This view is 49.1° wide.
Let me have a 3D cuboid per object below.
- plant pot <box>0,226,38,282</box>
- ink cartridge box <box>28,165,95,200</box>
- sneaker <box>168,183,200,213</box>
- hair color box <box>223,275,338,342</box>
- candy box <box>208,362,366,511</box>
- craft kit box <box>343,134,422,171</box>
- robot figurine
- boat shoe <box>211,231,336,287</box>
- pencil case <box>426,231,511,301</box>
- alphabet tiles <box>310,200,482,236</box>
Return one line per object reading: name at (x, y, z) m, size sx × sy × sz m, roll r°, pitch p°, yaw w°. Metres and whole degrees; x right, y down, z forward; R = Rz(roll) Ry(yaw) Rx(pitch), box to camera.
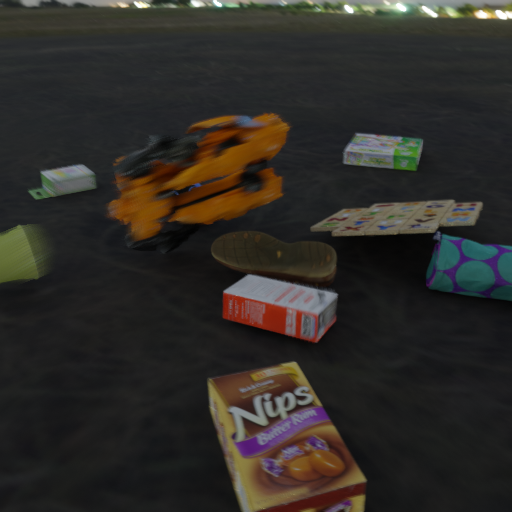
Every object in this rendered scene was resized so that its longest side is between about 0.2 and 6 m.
plant pot at (-3.667, 0.058, 8.071) m, size 0.763 × 0.830 × 0.830 m, roll -19°, pitch 32°, yaw -26°
ink cartridge box at (-4.216, -1.600, 12.093) m, size 1.287 × 0.382 × 0.668 m, roll -17°, pitch 32°, yaw -30°
sneaker at (-1.616, -1.096, 10.799) m, size 0.838 × 0.754 × 2.150 m, roll -19°, pitch 27°, yaw -23°
hair color box at (0.317, 0.671, 7.410) m, size 1.343 × 0.429 × 0.745 m, roll 10°, pitch 21°, yaw 26°
candy box at (0.204, 1.764, 5.337) m, size 1.002 × 0.485 × 1.717 m, roll -9°, pitch 26°, yaw -15°
craft kit box at (3.233, -2.643, 14.165) m, size 1.755 × 0.426 × 1.733 m, roll 8°, pitch 31°, yaw 16°
robot figurine at (-0.941, -1.212, 9.019) m, size 3.030 × 2.197 × 0.882 m, roll -20°, pitch 49°, yaw -23°
boat shoe at (0.250, 0.126, 8.424) m, size 1.942 × 0.656 × 0.699 m, roll 9°, pitch 52°, yaw 18°
pencil case at (3.515, 0.185, 8.035) m, size 1.995 × 0.849 × 0.922 m, roll 9°, pitch 49°, yaw 16°
alphabet tiles at (2.449, -0.681, 9.573) m, size 2.540 × 0.097 × 3.052 m, roll -1°, pitch 12°, yaw 25°
